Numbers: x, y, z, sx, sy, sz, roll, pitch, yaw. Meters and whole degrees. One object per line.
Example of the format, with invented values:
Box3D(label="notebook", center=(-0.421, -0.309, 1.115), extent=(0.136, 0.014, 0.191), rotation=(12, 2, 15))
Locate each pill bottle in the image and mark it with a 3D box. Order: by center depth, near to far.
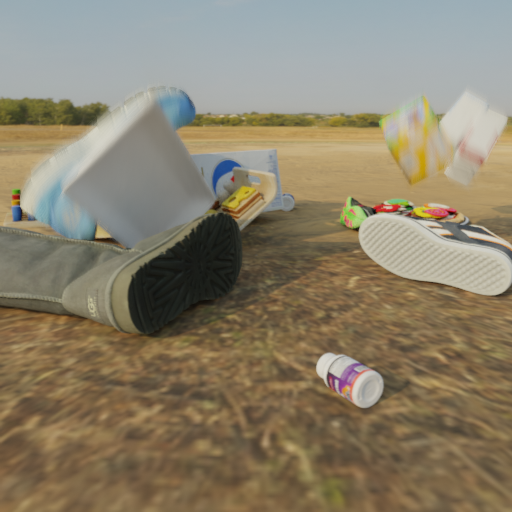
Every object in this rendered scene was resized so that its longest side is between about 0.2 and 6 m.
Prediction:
Box3D(label="pill bottle", center=(0.824, 1.099, 5.061), extent=(0.334, 0.334, 0.600), rotation=(-9, 17, -30))
Box3D(label="pill bottle", center=(0.789, -1.402, 14.460), extent=(0.403, 0.403, 0.726), rotation=(1, 15, 4))

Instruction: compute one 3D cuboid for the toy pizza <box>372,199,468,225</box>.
Box3D(label="toy pizza", center=(3.624, -0.996, 12.939), extent=(2.439, 0.386, 2.439), rotation=(0, 15, 0))

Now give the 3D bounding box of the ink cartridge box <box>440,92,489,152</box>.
Box3D(label="ink cartridge box", center=(4.304, -2.477, 11.589), extent=(0.579, 0.982, 1.707), rotation=(42, 5, 28))

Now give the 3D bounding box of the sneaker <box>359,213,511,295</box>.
Box3D(label="sneaker", center=(2.753, -0.083, 8.482), extent=(2.346, 0.920, 0.932), rotation=(23, 30, 32))

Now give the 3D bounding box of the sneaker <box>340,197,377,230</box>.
Box3D(label="sneaker", center=(2.268, -0.851, 12.255), extent=(0.702, 0.643, 1.675), rotation=(17, 18, -5))

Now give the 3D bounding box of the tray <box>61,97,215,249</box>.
Box3D(label="tray", center=(-1.549, -0.904, 7.914), extent=(0.329, 1.595, 2.971), rotation=(38, -8, 20))

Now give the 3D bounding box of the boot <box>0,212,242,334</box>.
Box3D(label="boot", center=(-2.287, 0.076, 7.753), extent=(3.464, 1.257, 3.150), rotation=(0, 11, 28))

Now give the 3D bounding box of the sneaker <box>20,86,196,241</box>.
Box3D(label="sneaker", center=(-2.156, -1.458, 9.357), extent=(3.447, 1.550, 1.351), rotation=(-48, 10, -27))

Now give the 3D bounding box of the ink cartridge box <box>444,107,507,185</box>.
Box3D(label="ink cartridge box", center=(3.188, -1.584, 8.196), extent=(0.403, 0.713, 0.972), rotation=(29, -14, 12))

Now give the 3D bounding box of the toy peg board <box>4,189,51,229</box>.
Box3D(label="toy peg board", center=(-4.984, -1.135, 12.840), extent=(1.465, 0.716, 1.459), rotation=(-6, 16, -19))

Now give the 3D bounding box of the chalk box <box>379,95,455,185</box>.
Box3D(label="chalk box", center=(2.648, -1.991, 9.294), extent=(0.855, 0.859, 1.381), rotation=(-29, 30, 22))

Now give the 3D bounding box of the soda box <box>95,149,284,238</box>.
Box3D(label="soda box", center=(-1.542, -1.374, 11.905), extent=(4.502, 1.433, 1.533), rotation=(-12, 8, -41))

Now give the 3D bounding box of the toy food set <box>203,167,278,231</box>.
Box3D(label="toy food set", center=(-0.776, -0.889, 10.441), extent=(2.168, 0.655, 1.556), rotation=(-43, 31, -17))
